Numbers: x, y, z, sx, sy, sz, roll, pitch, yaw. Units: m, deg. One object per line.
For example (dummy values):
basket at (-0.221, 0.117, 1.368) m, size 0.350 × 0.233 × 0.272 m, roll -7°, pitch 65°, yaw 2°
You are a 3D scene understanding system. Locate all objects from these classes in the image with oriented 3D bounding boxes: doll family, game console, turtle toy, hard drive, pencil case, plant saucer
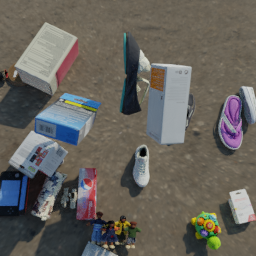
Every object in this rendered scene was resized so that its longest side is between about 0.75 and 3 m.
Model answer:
doll family at (-0.492, 3.492, 9.693) m, size 1.848 × 0.725 × 1.068 m, roll 7°, pitch 89°, yaw -19°
game console at (-4.170, 2.300, 10.109) m, size 1.432 × 0.986 × 1.661 m, roll 0°, pitch 69°, yaw 0°
turtle toy at (2.837, 3.576, 9.814) m, size 0.937 × 0.650 × 1.286 m, roll -14°, pitch 70°, yaw -5°
hard drive at (-0.696, 4.990, 9.433) m, size 2.157 × 0.408 × 1.507 m, roll 24°, pitch 71°, yaw 9°
pencil case at (-2.849, 2.406, 10.168) m, size 0.697 × 0.801 × 1.791 m, roll 31°, pitch 67°, yaw -29°
plant saucer at (-4.697, -2.417, 12.280) m, size 1.263 × 0.186 × 1.263 m, roll 0°, pitch 71°, yaw 0°

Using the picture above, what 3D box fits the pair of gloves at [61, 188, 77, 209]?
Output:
pair of gloves at (-2.171, 2.556, 10.228) m, size 0.837 × 0.147 × 0.712 m, roll -6°, pitch 71°, yaw 41°

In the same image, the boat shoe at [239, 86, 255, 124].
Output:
boat shoe at (5.088, -0.989, 11.504) m, size 0.575 × 0.633 × 1.722 m, roll -5°, pitch 69°, yaw -1°

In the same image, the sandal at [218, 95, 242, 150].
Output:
sandal at (4.187, -0.312, 11.285) m, size 0.957 × 0.578 × 2.352 m, roll 6°, pitch 70°, yaw 2°

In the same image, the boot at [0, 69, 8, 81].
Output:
boot at (-5.534, -2.404, 12.132) m, size 0.589 × 0.286 × 0.782 m, roll -17°, pitch 74°, yaw 14°

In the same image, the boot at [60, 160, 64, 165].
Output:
boot at (-2.956, 1.346, 10.759) m, size 0.932 × 0.421 × 0.339 m, roll -23°, pitch 71°, yaw -8°

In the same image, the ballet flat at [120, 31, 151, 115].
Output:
ballet flat at (0.241, -1.653, 8.879) m, size 0.980 × 2.682 × 0.980 m, roll 3°, pitch 27°, yaw -2°

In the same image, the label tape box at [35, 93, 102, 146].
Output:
label tape box at (-1.793, -0.326, 8.746) m, size 1.378 × 0.605 × 1.911 m, roll 17°, pitch 31°, yaw 8°

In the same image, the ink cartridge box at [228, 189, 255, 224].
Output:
ink cartridge box at (4.117, 2.856, 10.227) m, size 0.651 × 0.377 × 1.118 m, roll -11°, pitch 72°, yaw -4°

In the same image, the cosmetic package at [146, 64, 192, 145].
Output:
cosmetic package at (1.115, -0.707, 7.994) m, size 0.763 × 1.086 × 2.142 m, roll -3°, pitch 105°, yaw -19°

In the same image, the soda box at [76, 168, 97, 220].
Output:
soda box at (-1.497, 2.414, 10.281) m, size 0.641 × 0.581 × 1.831 m, roll 0°, pitch 69°, yaw 0°

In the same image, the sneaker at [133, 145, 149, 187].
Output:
sneaker at (0.501, 1.380, 10.540) m, size 0.632 × 0.806 × 1.623 m, roll -1°, pitch 70°, yaw 0°

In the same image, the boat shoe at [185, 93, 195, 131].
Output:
boat shoe at (2.394, -0.691, 11.424) m, size 0.671 × 0.579 × 1.847 m, roll 17°, pitch 71°, yaw 6°

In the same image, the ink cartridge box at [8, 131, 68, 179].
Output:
ink cartridge box at (-3.340, 1.081, 10.340) m, size 1.696 × 0.711 × 1.489 m, roll 20°, pitch 69°, yaw 37°

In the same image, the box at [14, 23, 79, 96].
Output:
box at (-3.305, -2.861, 11.745) m, size 1.542 × 1.314 × 2.412 m, roll 26°, pitch 72°, yaw 1°
